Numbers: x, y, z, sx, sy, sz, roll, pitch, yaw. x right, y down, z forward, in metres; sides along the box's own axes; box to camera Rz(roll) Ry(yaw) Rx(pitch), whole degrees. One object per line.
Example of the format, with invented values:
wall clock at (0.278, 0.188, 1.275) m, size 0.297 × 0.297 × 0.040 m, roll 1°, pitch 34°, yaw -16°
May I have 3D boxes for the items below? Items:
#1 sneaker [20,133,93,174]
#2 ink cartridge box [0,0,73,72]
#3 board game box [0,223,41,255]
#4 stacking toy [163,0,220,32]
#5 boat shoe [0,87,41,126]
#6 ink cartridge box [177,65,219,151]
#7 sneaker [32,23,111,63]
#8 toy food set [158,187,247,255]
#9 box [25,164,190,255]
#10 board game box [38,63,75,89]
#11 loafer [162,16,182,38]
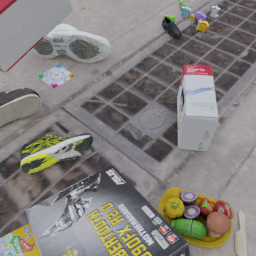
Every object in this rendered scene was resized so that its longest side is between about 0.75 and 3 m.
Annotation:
sneaker at (-1.939, 0.458, 7.477) m, size 2.005 × 0.747 × 0.849 m, roll -20°, pitch 53°, yaw -16°
ink cartridge box at (-2.615, -2.470, 5.133) m, size 2.512 × 1.041 × 1.843 m, roll 34°, pitch 73°, yaw 20°
board game box at (-2.237, 3.121, 5.542) m, size 1.353 × 0.344 × 2.012 m, roll -25°, pitch 55°, yaw -19°
stacking toy at (2.787, -4.930, 12.086) m, size 2.017 × 0.474 × 1.521 m, roll 27°, pitch 56°, yaw 21°
boat shoe at (-3.967, -0.503, 8.241) m, size 2.765 × 0.924 × 0.788 m, roll -21°, pitch 42°, yaw -22°
ink cartridge box at (1.882, -0.575, 7.858) m, size 0.832 × 1.464 × 2.009 m, roll 5°, pitch 51°, yaw 4°
sneaker at (-2.025, -3.317, 10.355) m, size 2.999 × 1.168 × 1.490 m, roll 10°, pitch 48°, yaw 7°
toy food set at (1.722, 1.946, 6.291) m, size 2.096 × 0.685 × 1.233 m, roll 16°, pitch 52°, yaw 12°
box at (-0.554, 2.114, 5.548) m, size 2.246 × 0.685 × 2.835 m, roll -25°, pitch 34°, yaw -20°
board game box at (-2.494, -1.836, 9.766) m, size 0.930 × 0.120 × 0.930 m, roll 37°, pitch 59°, yaw 26°
loafer at (1.780, -4.115, 11.430) m, size 0.421 × 0.435 × 1.239 m, roll -21°, pitch 54°, yaw -17°
